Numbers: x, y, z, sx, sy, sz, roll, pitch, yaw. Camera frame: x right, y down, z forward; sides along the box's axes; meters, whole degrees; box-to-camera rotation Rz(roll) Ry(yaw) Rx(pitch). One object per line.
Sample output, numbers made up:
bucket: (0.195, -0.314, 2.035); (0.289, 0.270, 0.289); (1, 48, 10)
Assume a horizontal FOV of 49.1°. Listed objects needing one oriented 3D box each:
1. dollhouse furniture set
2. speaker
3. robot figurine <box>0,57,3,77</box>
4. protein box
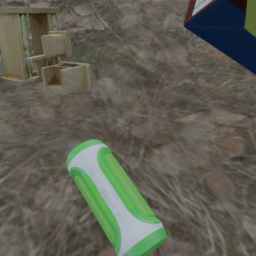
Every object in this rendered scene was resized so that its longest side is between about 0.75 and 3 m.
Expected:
dollhouse furniture set: (-1.360, -1.875, 4.912); (1.938, 2.192, 1.219); (14, 27, 33)
speaker: (-0.224, 1.062, 4.272); (0.818, 0.818, 1.851); (-28, 62, -19)
robot figurine: (-2.991, -1.023, 5.167); (1.024, 1.537, 1.813); (-19, 33, 8)
protein box: (2.739, -2.705, 5.442); (2.412, 1.639, 2.429); (25, 73, -21)
